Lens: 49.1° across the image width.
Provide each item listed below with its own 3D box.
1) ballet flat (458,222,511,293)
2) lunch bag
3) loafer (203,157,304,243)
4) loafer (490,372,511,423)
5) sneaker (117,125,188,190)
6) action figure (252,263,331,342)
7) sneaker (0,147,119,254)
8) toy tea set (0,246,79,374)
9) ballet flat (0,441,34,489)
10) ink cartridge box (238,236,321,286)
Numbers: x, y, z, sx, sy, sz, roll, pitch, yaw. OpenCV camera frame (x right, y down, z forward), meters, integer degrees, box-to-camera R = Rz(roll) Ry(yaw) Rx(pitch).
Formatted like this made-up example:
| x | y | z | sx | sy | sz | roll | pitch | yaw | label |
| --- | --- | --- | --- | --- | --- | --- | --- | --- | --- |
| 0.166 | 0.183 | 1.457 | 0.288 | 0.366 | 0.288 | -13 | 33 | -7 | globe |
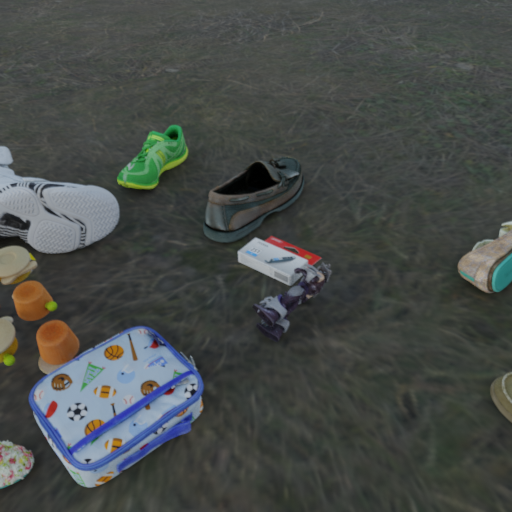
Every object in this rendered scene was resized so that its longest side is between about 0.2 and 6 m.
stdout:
| x | y | z | sx | sy | sz | roll | pitch | yaw | label |
| --- | --- | --- | --- | --- | --- | --- | --- | --- | --- |
| 4.316 | -0.193 | 9.389 | 2.531 | 0.862 | 0.851 | -22 | 27 | -30 | ballet flat |
| -1.583 | 1.740 | 6.741 | 1.884 | 0.712 | 1.510 | -30 | 53 | -32 | lunch bag |
| 0.077 | -1.349 | 10.797 | 1.097 | 0.960 | 3.052 | 18 | 40 | 25 | loafer |
| 3.835 | 1.897 | 6.590 | 2.049 | 0.691 | 0.779 | 26 | 43 | 31 | loafer |
| -2.239 | -2.131 | 11.897 | 0.836 | 0.943 | 2.256 | 14 | 39 | 17 | sneaker |
| 0.601 | 0.559 | 8.305 | 0.515 | 0.966 | 1.485 | 36 | 56 | 22 | action figure |
| -4.226 | -1.108 | 10.123 | 3.612 | 1.357 | 2.076 | -5 | 39 | -1 | sneaker |
| -3.396 | 0.935 | 7.861 | 1.374 | 0.855 | 2.311 | -30 | 54 | -24 | toy tea set |
| -3.453 | 2.304 | 6.104 | 1.875 | 0.599 | 0.709 | -7 | 31 | -10 | ballet flat |
| 0.410 | -0.019 | 9.601 | 1.114 | 0.249 | 0.982 | 24 | 44 | 29 | ink cartridge box |
